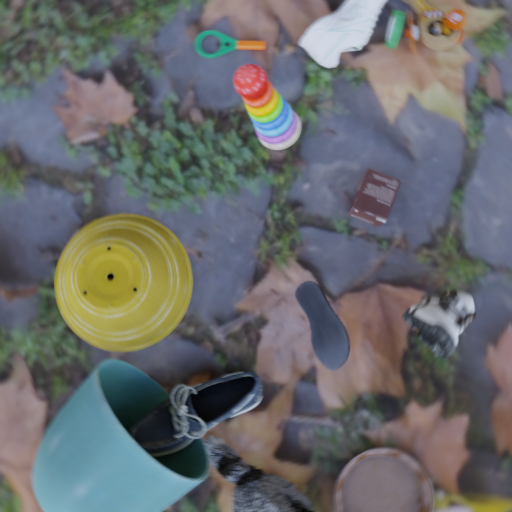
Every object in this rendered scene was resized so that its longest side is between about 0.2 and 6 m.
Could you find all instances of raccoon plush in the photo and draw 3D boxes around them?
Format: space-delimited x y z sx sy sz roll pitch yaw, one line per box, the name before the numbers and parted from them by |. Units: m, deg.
raccoon plush | -0.200 4.894 10.329 2.813 1.361 1.885 36 98 33

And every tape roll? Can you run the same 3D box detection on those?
tape roll | 2.849 -4.653 11.530 0.175 0.730 0.730 13 83 3

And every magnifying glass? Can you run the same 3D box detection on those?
magnifying glass | -0.551 -4.449 11.814 1.456 0.163 0.579 1 82 2

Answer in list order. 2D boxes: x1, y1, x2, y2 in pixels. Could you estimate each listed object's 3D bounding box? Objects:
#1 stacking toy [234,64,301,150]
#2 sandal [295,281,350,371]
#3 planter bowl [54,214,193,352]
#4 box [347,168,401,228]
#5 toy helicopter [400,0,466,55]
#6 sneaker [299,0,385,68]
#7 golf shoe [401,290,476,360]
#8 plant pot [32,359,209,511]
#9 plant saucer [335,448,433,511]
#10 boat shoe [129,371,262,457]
stacking toy | 0.169 -2.733 10.157 0.880 2.061 0.880 -5 74 17
sandal | 1.173 1.153 9.492 0.627 0.353 1.649 -28 56 17
planter bowl | -2.645 0.443 10.659 2.767 1.153 2.767 0 82 0
box | 2.326 -1.141 11.077 0.720 0.713 0.868 22 83 3
toy helicopter | 3.496 -4.983 11.733 1.130 0.674 1.709 -32 73 5
sneaker | 2.071 -4.823 11.582 2.397 0.843 0.960 -40 92 2
golf shoe | 3.170 0.999 9.526 1.159 2.454 0.954 -39 86 8
plant pot | -2.463 3.472 9.626 2.119 2.641 2.641 -44 85 3
plant saucer | 2.378 4.543 10.539 1.833 0.316 1.833 0 82 1
boat shoe | -1.116 2.868 10.308 2.672 0.826 1.000 -19 63 -8
